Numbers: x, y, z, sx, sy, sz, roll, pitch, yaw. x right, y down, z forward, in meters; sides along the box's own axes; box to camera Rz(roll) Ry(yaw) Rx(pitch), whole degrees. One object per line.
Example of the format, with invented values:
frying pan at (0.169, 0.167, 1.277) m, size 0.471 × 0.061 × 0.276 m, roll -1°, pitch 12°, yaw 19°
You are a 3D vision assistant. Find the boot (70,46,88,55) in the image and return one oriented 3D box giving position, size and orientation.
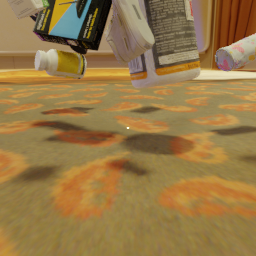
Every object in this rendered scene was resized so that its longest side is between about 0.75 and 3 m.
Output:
boot at (-1.768, -3.770, 10.711) m, size 1.575 × 0.573 × 1.673 m, roll 38°, pitch 61°, yaw 1°

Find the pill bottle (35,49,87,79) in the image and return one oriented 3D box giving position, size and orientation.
pill bottle at (-2.618, -2.498, 10.933) m, size 1.819 × 1.019 × 1.019 m, roll 2°, pitch 11°, yaw -35°

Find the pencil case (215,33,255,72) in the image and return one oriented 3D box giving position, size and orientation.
pencil case at (3.272, -2.177, 7.860) m, size 1.658 × 0.689 × 0.752 m, roll -27°, pitch 47°, yaw -17°

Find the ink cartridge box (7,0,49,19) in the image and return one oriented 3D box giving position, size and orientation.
ink cartridge box at (-1.764, -2.327, 4.529) m, size 0.394 × 0.939 × 0.680 m, roll -21°, pitch 24°, yaw 14°

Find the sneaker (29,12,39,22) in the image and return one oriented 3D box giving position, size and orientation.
sneaker at (-2.246, -3.440, 8.229) m, size 2.301 × 0.902 × 0.914 m, roll 34°, pitch -16°, yaw 15°

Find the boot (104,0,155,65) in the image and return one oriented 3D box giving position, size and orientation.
boot at (-0.185, -1.992, 5.062) m, size 0.797 × 1.669 × 0.614 m, roll -28°, pitch -14°, yaw 35°

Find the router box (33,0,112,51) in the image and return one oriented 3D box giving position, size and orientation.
router box at (-1.243, -3.094, 6.944) m, size 1.591 × 2.133 × 0.545 m, roll 13°, pitch -9°, yaw 12°

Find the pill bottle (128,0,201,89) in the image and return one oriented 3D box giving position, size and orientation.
pill bottle at (0.667, -2.482, 6.515) m, size 1.700 × 2.921 × 1.700 m, roll -10°, pitch 10°, yaw 2°
